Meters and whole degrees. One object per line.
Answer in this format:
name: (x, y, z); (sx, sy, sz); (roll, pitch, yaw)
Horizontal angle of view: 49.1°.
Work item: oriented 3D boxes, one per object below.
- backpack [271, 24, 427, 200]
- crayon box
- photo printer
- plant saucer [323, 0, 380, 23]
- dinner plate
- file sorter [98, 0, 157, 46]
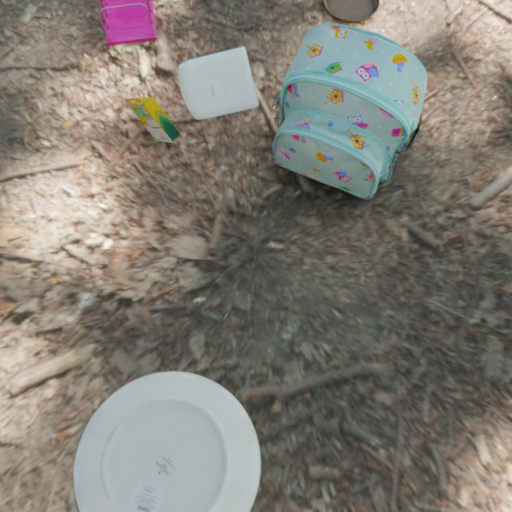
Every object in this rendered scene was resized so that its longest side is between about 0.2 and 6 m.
backpack: (1.632, -2.573, 10.218); (2.644, 3.007, 2.305); (25, 71, 8)
crayon box: (-2.097, -2.809, 11.306); (0.285, 1.105, 0.694); (-50, 35, -17)
photo printer: (-0.726, -3.139, 10.326); (1.343, 1.117, 0.466); (-9, 34, 10)
plant saucer: (2.259, -6.013, 13.346); (1.330, 0.229, 1.330); (0, 66, -1)
dinner plate: (-1.454, 3.363, 9.072); (3.051, 0.370, 3.051); (0, 67, 1)
file sorter: (-3.003, -5.873, 12.831); (1.157, 1.044, 1.665); (-9, 66, -3)
